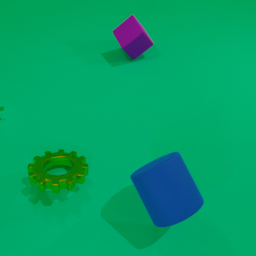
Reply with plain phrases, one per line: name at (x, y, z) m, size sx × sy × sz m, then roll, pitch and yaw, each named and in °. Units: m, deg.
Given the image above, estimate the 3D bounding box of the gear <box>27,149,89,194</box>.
gear at (-1.714, 1.029, 6.928) m, size 1.432 × 0.265 × 1.432 m, roll 4°, pitch 29°, yaw -2°

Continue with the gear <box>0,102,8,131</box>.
gear at (-4.590, -0.217, 8.233) m, size 1.902 × 0.352 × 1.902 m, roll 0°, pitch 51°, yaw 0°

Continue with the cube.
cube at (0.187, -3.227, 10.036) m, size 0.936 × 0.936 × 0.936 m, roll -35°, pitch 62°, yaw 17°

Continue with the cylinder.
cylinder at (0.802, 1.251, 5.837) m, size 1.153 × 1.153 × 1.153 m, roll -27°, pitch 88°, yaw -20°
